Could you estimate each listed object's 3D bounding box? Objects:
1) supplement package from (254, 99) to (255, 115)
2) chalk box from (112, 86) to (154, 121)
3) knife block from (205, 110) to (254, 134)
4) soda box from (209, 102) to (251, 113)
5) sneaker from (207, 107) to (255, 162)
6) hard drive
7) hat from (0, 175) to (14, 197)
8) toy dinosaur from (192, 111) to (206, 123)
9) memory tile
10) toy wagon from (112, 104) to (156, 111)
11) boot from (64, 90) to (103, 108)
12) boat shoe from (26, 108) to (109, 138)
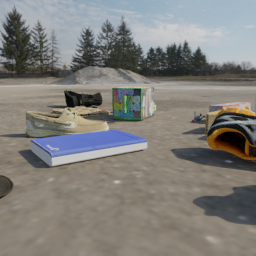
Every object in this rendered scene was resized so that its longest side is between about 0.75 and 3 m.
[{"bbox_3d":[4.505,-0.350,8.012,1.450,1.387,1.067,8,14,38],"label":"supplement package"},{"bbox_3d":[0.160,-1.064,11.888,1.342,1.349,2.168,5,10,23],"label":"chalk box"},{"bbox_3d":[3.710,-0.185,9.084,1.788,0.652,2.037,7,12,40],"label":"knife block"},{"bbox_3d":[4.183,-0.655,11.428,2.039,0.697,0.648,-8,9,-36],"label":"soda box"},{"bbox_3d":[3.015,0.323,5.904,2.851,1.116,1.101,10,35,42],"label":"sneaker"},{"bbox_3d":[-0.965,0.409,6.922,2.413,0.306,1.592,-7,13,-33],"label":"hard drive"},{"bbox_3d":[-2.621,0.744,4.260,1.659,0.669,1.659,-1,11,0],"label":"hat"},{"bbox_3d":[2.794,-0.328,11.211,0.682,0.751,0.394,-32,56,-21],"label":"toy dinosaur"},{"bbox_3d":[-2.303,-0.800,13.532,1.980,0.217,2.583,-11,15,-43],"label":"memory tile"},{"bbox_3d":[0.255,-1.030,14.160,2.233,0.442,1.732,-5,12,-23],"label":"toy wagon"},{"bbox_3d":[-2.653,-1.723,16.387,1.780,0.896,2.381,-13,26,-26],"label":"boot"},{"bbox_3d":[-1.863,-0.175,8.595,2.541,0.825,0.917,0,11,1],"label":"boat shoe"}]
